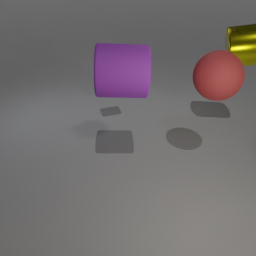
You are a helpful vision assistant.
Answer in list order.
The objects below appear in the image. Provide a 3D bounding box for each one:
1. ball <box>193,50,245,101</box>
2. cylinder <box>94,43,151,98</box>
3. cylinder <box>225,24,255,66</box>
[{"bbox_3d":[2.538,-1.467,7.896,1.400,1.400,1.400,0,32,0],"label":"ball"},{"bbox_3d":[-0.156,-1.509,7.445,1.400,1.400,1.400,1,32,-2],"label":"cylinder"},{"bbox_3d":[4.193,-2.874,9.769,1.400,1.400,1.400,-2,31,15],"label":"cylinder"}]
